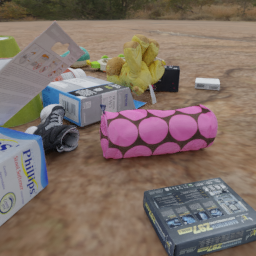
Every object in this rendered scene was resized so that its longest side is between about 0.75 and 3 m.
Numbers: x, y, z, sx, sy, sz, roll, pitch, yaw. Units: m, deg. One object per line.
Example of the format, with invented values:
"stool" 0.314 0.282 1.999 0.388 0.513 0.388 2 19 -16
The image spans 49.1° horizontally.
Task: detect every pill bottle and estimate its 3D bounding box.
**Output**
"pill bottle" -2.398 -1.589 10.094 1.032 1.032 1.840 20 31 36

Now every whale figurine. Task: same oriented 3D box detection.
"whale figurine" -2.956 -3.779 14.777 1.909 0.991 1.519 6 26 15

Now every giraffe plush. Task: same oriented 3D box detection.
"giraffe plush" 0.018 -1.977 10.119 1.926 2.375 2.049 -1 3 40

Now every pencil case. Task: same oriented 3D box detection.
"pencil case" 0.660 -0.001 6.633 2.649 1.202 1.241 -2 21 -10

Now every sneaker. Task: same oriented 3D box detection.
"sneaker" -1.702 0.040 7.023 1.139 0.755 2.001 5 31 9

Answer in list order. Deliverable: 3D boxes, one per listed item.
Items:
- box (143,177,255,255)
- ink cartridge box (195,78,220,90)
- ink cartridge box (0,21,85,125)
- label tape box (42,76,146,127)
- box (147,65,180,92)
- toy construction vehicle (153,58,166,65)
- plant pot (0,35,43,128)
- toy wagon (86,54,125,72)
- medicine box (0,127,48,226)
"box" 1.160 1.387 4.520 1.543 0.394 1.217 -8 25 -17
"ink cartridge box" 3.272 -1.835 11.573 0.950 0.281 1.187 6 20 13
"ink cartridge box" -1.856 -0.872 4.560 2.197 0.550 1.768 -42 -1 4
"label tape box" -1.015 -1.049 9.021 2.000 0.923 2.791 22 32 39
"box" 1.274 -1.974 11.038 1.475 0.902 0.782 3 24 6
"toy construction vehicle" 0.839 -2.598 12.450 2.368 0.834 2.061 -7 26 -14
"plant pot" -3.788 -1.483 8.343 2.176 2.326 2.176 0 25 0
"toy wagon" -0.777 -3.247 14.206 2.683 0.531 2.081 -9 26 -17
"medicine box" -2.870 0.860 4.782 1.987 1.123 2.182 11 27 21
